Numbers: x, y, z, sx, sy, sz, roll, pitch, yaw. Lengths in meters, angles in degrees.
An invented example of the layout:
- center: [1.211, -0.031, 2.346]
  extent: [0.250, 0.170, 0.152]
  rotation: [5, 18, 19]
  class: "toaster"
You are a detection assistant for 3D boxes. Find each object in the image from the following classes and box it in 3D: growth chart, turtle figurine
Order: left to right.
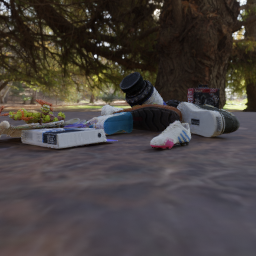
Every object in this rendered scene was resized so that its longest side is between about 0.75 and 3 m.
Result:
- center: [-3.815, -0.486, 11.996]
  extent: [2.946, 0.949, 2.376]
  rotation: [-10, -9, 26]
  class: "turtle figurine"
- center: [-2.265, 0.003, 7.851]
  extent: [2.881, 0.255, 2.085]
  rotation: [-5, -7, -40]
  class: "growth chart"

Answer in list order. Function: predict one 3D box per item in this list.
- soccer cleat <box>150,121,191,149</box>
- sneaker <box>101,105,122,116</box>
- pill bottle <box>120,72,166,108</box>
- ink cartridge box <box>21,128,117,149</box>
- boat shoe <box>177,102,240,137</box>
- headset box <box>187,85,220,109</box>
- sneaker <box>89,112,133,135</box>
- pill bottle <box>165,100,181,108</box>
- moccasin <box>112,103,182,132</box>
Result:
- center: [0.949, 0.139, 6.271]
  extent: [0.471, 0.582, 1.348]
  rotation: [4, 6, 41]
  class: "soccer cleat"
- center: [-0.878, -1.025, 19.413]
  extent: [1.096, 1.040, 2.722]
  rotation: [13, 11, 27]
  class: "sneaker"
- center: [0.672, -1.148, 11.495]
  extent: [1.260, 1.260, 2.252]
  rotation: [5, -36, 47]
  class: "pill bottle"
- center: [-1.440, 0.193, 6.943]
  extent: [1.721, 0.377, 1.737]
  rotation: [2, 4, 44]
  class: "ink cartridge box"
- center: [2.479, -0.250, 9.213]
  extent: [0.934, 1.037, 2.934]
  rotation: [-1, 12, -14]
  class: "boat shoe"
- center: [4.085, -1.311, 15.266]
  extent: [1.561, 2.098, 0.810]
  rotation: [-2, 5, -13]
  class: "headset box"
- center: [-0.481, -0.166, 9.364]
  extent: [0.784, 0.743, 1.942]
  rotation: [2, 3, 33]
  class: "sneaker"
- center: [2.476, -0.908, 15.359]
  extent: [1.292, 1.292, 2.310]
  rotation: [1, 5, 12]
  class: "pill bottle"
- center: [0.737, -0.397, 10.429]
  extent: [2.923, 1.069, 1.128]
  rotation: [-8, 15, 44]
  class: "moccasin"
